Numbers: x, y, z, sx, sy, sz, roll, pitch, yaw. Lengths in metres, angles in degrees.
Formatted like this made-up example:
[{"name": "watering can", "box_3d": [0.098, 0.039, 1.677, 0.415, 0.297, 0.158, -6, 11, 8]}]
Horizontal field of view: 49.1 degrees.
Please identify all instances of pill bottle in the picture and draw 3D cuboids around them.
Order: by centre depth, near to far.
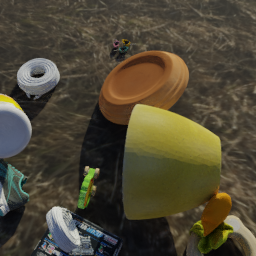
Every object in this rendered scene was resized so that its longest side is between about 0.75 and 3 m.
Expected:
[{"name": "pill bottle", "box_3d": [-3.372, -0.168, 7.347, 1.291, 1.291, 2.363, -30, 28, -18]}]

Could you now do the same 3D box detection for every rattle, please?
[{"name": "rattle", "box_3d": [2.390, 3.009, 5.745, 1.804, 1.979, 2.771, 5, 50, -17]}]

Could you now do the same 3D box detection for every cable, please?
[{"name": "cable", "box_3d": [-1.390, 2.150, 5.988, 0.341, 0.985, 0.985, -32, 60, -6]}, {"name": "cable", "box_3d": [-3.091, -1.780, 9.611, 1.416, 0.490, 1.416, -36, 64, -21]}]

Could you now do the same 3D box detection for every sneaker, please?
[{"name": "sneaker", "box_3d": [-3.210, 1.367, 7.576, 0.884, 0.752, 1.938, -12, 61, -26]}]

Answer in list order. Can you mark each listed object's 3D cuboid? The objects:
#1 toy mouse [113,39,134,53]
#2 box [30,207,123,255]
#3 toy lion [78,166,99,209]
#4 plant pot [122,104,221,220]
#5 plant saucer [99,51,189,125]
[{"name": "toy mouse", "box_3d": [-0.285, -3.076, 10.637, 0.893, 0.173, 0.793, 30, 62, 18]}, {"name": "box", "box_3d": [-1.211, 2.914, 6.636, 1.778, 0.409, 1.413, 22, 60, 14]}, {"name": "toy lion", "box_3d": [-1.017, 1.553, 6.869, 0.373, 1.085, 1.040, 13, 39, 1]}, {"name": "plant pot", "box_3d": [1.082, 0.841, 6.498, 1.909, 2.690, 2.690, 4, 57, 11]}, {"name": "plant saucer", "box_3d": [0.347, -1.402, 8.587, 2.968, 0.555, 2.968, -17, 45, 18]}]
